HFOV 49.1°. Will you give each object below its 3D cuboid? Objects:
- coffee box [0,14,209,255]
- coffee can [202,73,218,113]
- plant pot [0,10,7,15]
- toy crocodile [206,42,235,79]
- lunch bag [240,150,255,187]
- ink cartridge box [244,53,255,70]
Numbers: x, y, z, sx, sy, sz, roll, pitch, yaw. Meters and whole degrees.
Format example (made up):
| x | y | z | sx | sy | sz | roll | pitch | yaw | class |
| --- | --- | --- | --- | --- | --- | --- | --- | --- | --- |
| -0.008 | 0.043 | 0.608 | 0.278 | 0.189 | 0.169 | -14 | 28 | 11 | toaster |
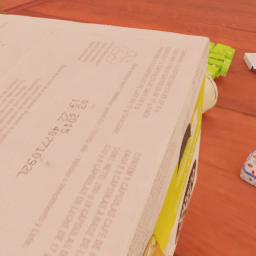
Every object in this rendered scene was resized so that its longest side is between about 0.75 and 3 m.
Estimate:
| x | y | z | sx | sy | sz | roll | pitch | yaw | class |
| --- | --- | --- | --- | --- | --- | --- | --- | --- | --- |
| -0.877 | 0.768 | 3.458 | 2.974 | 2.941 | 2.970 | 13 | 53 | 20 | coffee box |
| 1.341 | -0.687 | 7.113 | 1.572 | 1.150 | 1.150 | -29 | 47 | -31 | coffee can |
| -4.880 | -2.870 | 9.574 | 1.781 | 1.781 | 1.912 | -3 | 53 | -4 | plant pot |
| 2.912 | -2.179 | 9.332 | 0.927 | 0.848 | 2.747 | 20 | 39 | 14 | toy crocodile |
| 2.824 | 0.863 | 5.868 | 0.713 | 0.336 | 0.890 | 29 | 48 | 29 | lunch bag |
| 4.815 | -2.233 | 9.755 | 1.222 | 0.270 | 1.245 | 3 | 41 | 4 | ink cartridge box |
